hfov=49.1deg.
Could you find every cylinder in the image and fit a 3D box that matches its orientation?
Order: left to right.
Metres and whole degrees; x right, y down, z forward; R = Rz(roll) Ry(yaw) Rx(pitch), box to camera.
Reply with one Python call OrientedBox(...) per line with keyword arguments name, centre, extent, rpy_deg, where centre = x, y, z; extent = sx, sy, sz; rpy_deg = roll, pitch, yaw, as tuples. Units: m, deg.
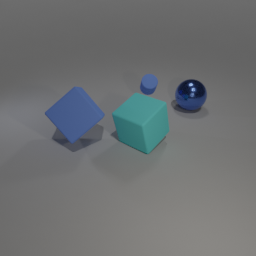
OrientedBox(name="cylinder", centre=(0.899, -1.881, 12.139), extent=(0.700, 0.700, 0.700), rpy_deg=(1, 75, -4))

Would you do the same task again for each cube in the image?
OrientedBox(name="cube", centre=(-1.827, -0.497, 9.985), extent=(1.400, 1.400, 1.400), rpy_deg=(-40, 6, 4))
OrientedBox(name="cube", centre=(0.496, -0.196, 10.100), extent=(1.400, 1.400, 1.400), rpy_deg=(23, 53, 34))

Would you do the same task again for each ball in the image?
OrientedBox(name="ball", centre=(2.807, -1.476, 12.512), extent=(1.400, 1.400, 1.400), rpy_deg=(0, 31, 0))
